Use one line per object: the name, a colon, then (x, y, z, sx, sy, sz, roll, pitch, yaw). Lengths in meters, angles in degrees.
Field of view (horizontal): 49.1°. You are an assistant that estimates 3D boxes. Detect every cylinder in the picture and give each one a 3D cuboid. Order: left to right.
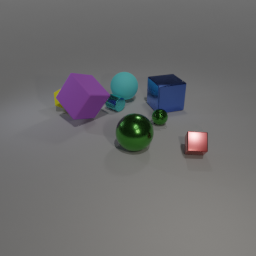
cylinder: (-0.605, -1.212, 13.408, 0.700, 0.700, 0.700, 23, 37, 35)

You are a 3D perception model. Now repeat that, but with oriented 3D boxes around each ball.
ball: (-0.191, -2.123, 14.170, 1.400, 1.400, 1.400, 0, 29, 0)
ball: (0.243, 0.162, 10.271, 1.400, 1.400, 1.400, 0, 29, 0)
ball: (1.375, -0.479, 12.099, 0.700, 0.700, 0.700, 0, 29, 0)

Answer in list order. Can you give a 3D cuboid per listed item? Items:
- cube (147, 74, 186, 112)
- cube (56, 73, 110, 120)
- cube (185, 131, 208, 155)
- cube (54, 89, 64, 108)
cube: (1.817, -1.673, 13.512, 1.400, 1.400, 1.400, -9, 31, -16)
cube: (-1.931, -1.356, 12.071, 1.400, 1.400, 1.400, 48, 27, 19)
cube: (2.420, 0.558, 9.985, 0.700, 0.700, 0.700, 3, 74, 4)
cube: (-2.982, -1.405, 13.222, 0.700, 0.700, 0.700, -23, -22, 31)
